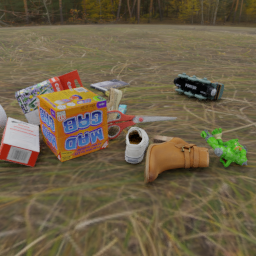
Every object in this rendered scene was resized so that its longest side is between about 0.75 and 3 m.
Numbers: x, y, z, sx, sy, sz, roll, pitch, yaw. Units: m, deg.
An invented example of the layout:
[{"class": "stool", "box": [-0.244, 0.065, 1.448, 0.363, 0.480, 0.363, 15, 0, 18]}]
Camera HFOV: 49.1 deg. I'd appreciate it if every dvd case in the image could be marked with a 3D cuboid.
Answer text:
[{"class": "dvd case", "box": [-1.004, -2.398, 15.746, 1.840, 0.147, 1.368, -22, 33, -37]}]

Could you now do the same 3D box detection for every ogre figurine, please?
[{"class": "ogre figurine", "box": [3.100, 0.656, 8.694, 0.806, 1.642, 0.985, -39, 30, 22]}]

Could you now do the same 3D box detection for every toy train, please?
[{"class": "toy train", "box": [3.546, -2.089, 14.195, 1.485, 1.110, 2.605, -4, 21, -37]}]

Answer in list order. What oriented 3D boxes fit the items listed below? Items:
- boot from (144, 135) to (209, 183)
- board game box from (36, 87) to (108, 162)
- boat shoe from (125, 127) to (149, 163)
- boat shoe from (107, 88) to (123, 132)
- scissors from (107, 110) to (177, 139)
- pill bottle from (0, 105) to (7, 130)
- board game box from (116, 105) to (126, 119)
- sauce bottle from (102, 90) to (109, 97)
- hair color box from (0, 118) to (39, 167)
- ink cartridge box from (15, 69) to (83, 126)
[{"class": "boot", "box": [1.446, 0.935, 8.143, 1.751, 0.834, 2.263, 13, 32, 13]}, {"class": "board game box", "box": [-1.851, -0.212, 9.390, 1.726, 1.727, 1.728, -16, 30, -30]}, {"class": "boat shoe", "box": [0.278, 0.341, 9.341, 0.761, 0.749, 2.145, 5, 23, 8]}, {"class": "boat shoe", "box": [-0.687, -0.704, 10.821, 0.581, 0.641, 1.799, 19, 65, -10]}, {"class": "scissors", "box": [0.276, -0.369, 9.847, 2.725, 0.997, 0.190, -17, -1, 10]}, {"class": "pill bottle", "box": [-5.429, 0.050, 9.031, 1.567, 1.567, 2.797, 14, 30, 26]}, {"class": "board game box", "box": [-0.557, -0.699, 12.092, 0.844, 0.262, 1.118, 4, 26, 7]}, {"class": "sauce bottle", "box": [-1.013, -1.734, 14.248, 0.267, 0.267, 0.826, -20, 32, -35]}, {"class": "hair color box", "box": [-3.460, 0.416, 9.001, 1.059, 0.610, 1.909, 18, 19, -25]}, {"class": "ink cartridge box", "box": [-2.921, -1.188, 11.075, 2.566, 1.398, 0.646, -25, 29, -13]}]
